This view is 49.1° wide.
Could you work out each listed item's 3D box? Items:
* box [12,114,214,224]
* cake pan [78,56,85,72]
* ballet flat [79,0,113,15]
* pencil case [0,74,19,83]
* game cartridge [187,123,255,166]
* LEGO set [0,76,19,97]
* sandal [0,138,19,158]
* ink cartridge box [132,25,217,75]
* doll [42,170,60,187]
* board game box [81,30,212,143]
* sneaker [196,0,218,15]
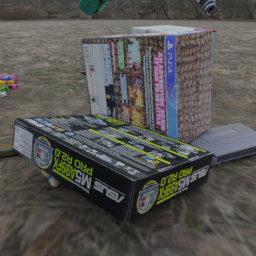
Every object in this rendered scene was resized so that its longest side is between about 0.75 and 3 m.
[{"bbox_3d":[-0.304,0.435,5.192,2.959,0.655,2.370,20,17,36],"label":"box"},{"bbox_3d":[-1.079,-3.459,13.343,2.929,0.537,2.929,-16,24,8],"label":"cake pan"},{"bbox_3d":[-0.606,-3.251,6.366,0.758,0.793,2.252,29,-4,-22],"label":"ballet flat"},{"bbox_3d":[-4.938,-2.060,11.594,0.798,0.345,0.331,7,44,16],"label":"pencil case"},{"bbox_3d":[2.240,0.340,6.482,1.785,0.343,1.157,-11,23,-19],"label":"game cartridge"},{"bbox_3d":[-4.418,-1.581,10.361,0.558,0.519,1.360,0,26,1],"label":"LEGO set"},{"bbox_3d":[-2.255,0.226,6.483,1.864,0.509,0.762,-8,26,-17],"label":"sandal"},{"bbox_3d":[1.758,-3.071,11.637,2.114,2.104,2.909,-14,29,-28],"label":"ink cartridge box"},{"bbox_3d":[-0.957,0.901,5.120,1.655,0.401,1.129,13,14,30],"label":"doll"},{"bbox_3d":[0.404,-1.103,6.862,2.895,2.308,1.402,15,28,41],"label":"board game box"},{"bbox_3d":[2.306,-3.420,7.744,0.962,0.337,0.522,-25,76,-43],"label":"sneaker"}]
